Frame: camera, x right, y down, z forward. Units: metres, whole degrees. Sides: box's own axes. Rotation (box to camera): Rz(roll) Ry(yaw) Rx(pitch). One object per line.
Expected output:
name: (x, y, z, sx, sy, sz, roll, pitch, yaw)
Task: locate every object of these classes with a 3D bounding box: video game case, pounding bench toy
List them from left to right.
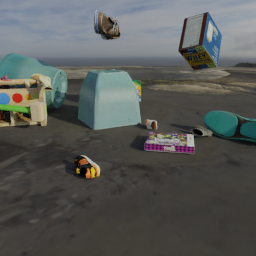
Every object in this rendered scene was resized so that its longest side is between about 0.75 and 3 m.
pounding bench toy: (-4.618, -0.981, 11.484, 2.325, 1.852, 2.981, -4, 17, -14)
video game case: (1.400, 0.465, 9.303, 1.555, 0.278, 1.410, 3, 14, 11)

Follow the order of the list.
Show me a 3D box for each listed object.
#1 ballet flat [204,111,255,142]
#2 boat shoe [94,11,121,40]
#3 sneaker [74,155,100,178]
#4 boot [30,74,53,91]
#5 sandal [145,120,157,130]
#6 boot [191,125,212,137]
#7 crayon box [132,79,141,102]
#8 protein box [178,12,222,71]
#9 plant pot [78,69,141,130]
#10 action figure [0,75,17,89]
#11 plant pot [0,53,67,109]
ballet flat: (4.090, 0.044, 10.040, 0.988, 0.945, 2.807, 18, 0, -44)
boat shoe: (-0.799, -4.257, 11.661, 0.879, 0.877, 2.428, 7, 8, 7)
sneaker: (-1.194, 1.008, 7.289, 0.481, 0.374, 1.070, -11, 21, -41)
boot: (-3.202, -1.682, 10.417, 0.773, 0.279, 0.598, 8, 50, -42)
sandal: (0.848, -0.127, 11.287, 0.287, 0.383, 1.000, -9, 10, -23)
boot: (2.503, 0.123, 10.112, 0.894, 0.357, 0.983, 14, 13, 39)
crayon box: (-0.207, -2.107, 16.375, 2.041, 1.283, 0.526, -10, 19, -29)
protein box: (3.119, -3.638, 11.961, 1.107, 1.641, 1.630, -1, -22, 39)
plant pot: (-0.866, -1.373, 12.158, 2.202, 2.243, 2.196, -8, 17, -26)
action figure: (-5.444, -1.827, 12.559, 0.769, 1.032, 0.691, -22, -7, -9)
plant pot: (-4.676, -2.166, 14.176, 2.719, 2.893, 2.893, 9, 17, 8)
